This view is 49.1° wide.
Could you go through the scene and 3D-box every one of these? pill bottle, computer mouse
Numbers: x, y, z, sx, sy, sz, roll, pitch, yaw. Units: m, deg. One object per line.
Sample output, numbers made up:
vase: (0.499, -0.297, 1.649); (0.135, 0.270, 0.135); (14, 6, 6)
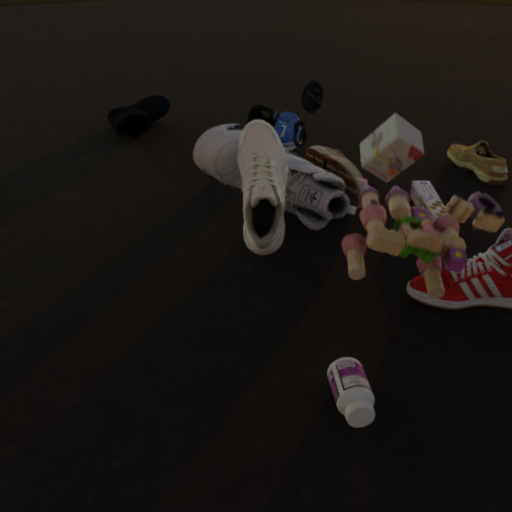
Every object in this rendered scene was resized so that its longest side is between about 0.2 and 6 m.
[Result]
pill bottle: (1.253, 1.782, 7.304); (0.493, 0.493, 0.878); (-3, 32, -5)
computer mouse: (1.073, -3.096, 12.226); (0.285, 0.490, 1.673); (-4, 60, 50)

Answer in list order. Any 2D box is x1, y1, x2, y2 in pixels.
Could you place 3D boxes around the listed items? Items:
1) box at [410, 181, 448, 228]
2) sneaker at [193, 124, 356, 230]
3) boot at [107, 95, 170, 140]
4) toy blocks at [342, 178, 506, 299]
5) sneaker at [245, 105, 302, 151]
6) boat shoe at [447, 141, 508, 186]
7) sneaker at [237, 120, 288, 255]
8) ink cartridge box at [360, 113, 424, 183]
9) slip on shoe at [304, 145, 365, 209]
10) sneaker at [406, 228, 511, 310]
box: (3.738, -1.011, 11.990); (0.403, 0.432, 2.085); (1, 32, 1)
sneaker: (0.494, -1.543, 11.098); (3.373, 1.267, 1.939); (14, 17, -39)
boot: (-3.356, -4.132, 16.751); (2.050, 0.783, 1.722); (-20, 32, -18)
toy blocks: (2.439, -0.607, 8.670); (1.763, 1.887, 1.588); (14, 43, -8)
sneaker: (0.454, -3.470, 15.181); (1.169, 1.327, 2.977); (14, 33, 21)
boat shoe: (5.619, -2.528, 14.111); (0.760, 0.808, 2.121); (-10, 33, -16)
sneaker: (0.167, -1.266, 10.076); (0.971, 2.493, 1.239); (-6, 1, -1)
ink cartridge box: (2.535, -2.011, 10.557); (0.701, 0.965, 0.698); (26, 48, -24)
slip on shoe: (1.998, -1.883, 12.955); (0.780, 0.979, 2.575); (-7, 28, -21)
sneaker: (3.654, 0.202, 9.161); (2.242, 1.261, 0.799); (1, 31, 1)
